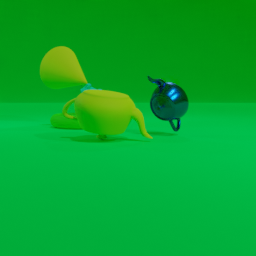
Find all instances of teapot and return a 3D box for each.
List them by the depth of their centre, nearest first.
[{"bbox_3d":[-0.367,-0.206,4.941,1.717,0.840,1.067,10,14,13],"label":"teapot"},{"bbox_3d":[0.754,-0.516,5.560,0.793,1.276,0.625,-13,17,46],"label":"teapot"}]

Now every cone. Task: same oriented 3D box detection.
[{"bbox_3d":[-1.469,-1.393,7.433,1.220,1.215,1.215,31,23,33],"label":"cone"}]

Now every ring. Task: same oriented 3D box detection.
[{"bbox_3d":[-1.204,-0.214,7.600,1.754,0.351,1.754,0,6,0],"label":"ring"}]

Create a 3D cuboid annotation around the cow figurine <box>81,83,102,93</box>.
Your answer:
[{"bbox_3d":[-1.426,-1.235,11.115,1.115,0.612,1.097,27,-25,-23],"label":"cow figurine"}]
